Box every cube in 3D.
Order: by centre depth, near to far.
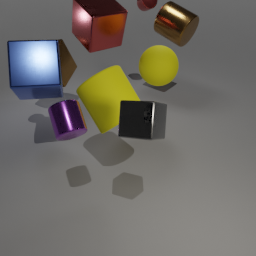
[{"bbox_3d":[0.292,-0.151,5.405,0.700,0.700,0.700,5,2,28],"label":"cube"},{"bbox_3d":[-2.754,-1.726,8.523,1.400,1.400,1.400,-5,-7,-11],"label":"cube"},{"bbox_3d":[-1.052,-3.766,9.987,1.400,1.400,1.400,-22,58,-29],"label":"cube"},{"bbox_3d":[-3.192,-2.574,11.490,1.400,1.400,1.400,-3,46,24],"label":"cube"}]

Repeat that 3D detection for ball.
[{"bbox_3d":[1.075,-2.187,9.873,1.400,1.400,1.400,0,32,0],"label":"ball"}]

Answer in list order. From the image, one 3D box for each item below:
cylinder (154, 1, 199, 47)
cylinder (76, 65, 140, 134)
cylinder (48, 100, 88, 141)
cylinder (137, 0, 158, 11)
[{"bbox_3d":[2.050,-4.406,11.900,1.400,1.400,1.400,38,44,18],"label":"cylinder"},{"bbox_3d":[-0.485,-0.777,7.764,1.400,1.400,1.400,-31,2,1],"label":"cylinder"},{"bbox_3d":[-1.315,-0.164,6.118,0.700,0.700,0.700,-14,78,-22],"label":"cylinder"},{"bbox_3d":[0.820,-5.450,12.053,0.700,0.700,0.700,-10,16,-16],"label":"cylinder"}]
